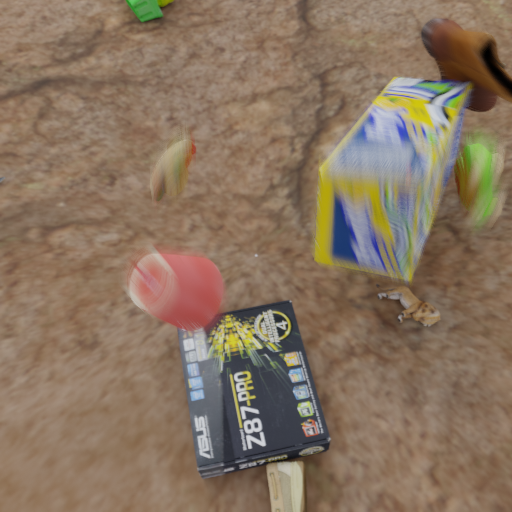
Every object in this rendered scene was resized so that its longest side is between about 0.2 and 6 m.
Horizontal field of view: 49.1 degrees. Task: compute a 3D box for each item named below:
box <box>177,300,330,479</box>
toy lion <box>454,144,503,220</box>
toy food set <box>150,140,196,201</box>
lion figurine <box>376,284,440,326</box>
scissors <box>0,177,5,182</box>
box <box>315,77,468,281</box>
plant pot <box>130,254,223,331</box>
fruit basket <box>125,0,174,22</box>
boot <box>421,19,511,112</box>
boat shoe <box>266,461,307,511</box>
[{"bbox_3d":[-0.106,1.981,8.692,1.953,0.595,2.422,-11,56,-4],"label":"box"},{"bbox_3d":[3.535,-1.254,9.096,0.437,1.273,1.220,-13,36,3],"label":"toy lion"},{"bbox_3d":[-1.344,-1.381,9.109,0.269,1.104,1.093,36,29,6],"label":"toy food set"},{"bbox_3d":[2.622,0.787,9.661,0.673,0.398,1.098,-19,54,-19],"label":"lion figurine"},{"bbox_3d":[-5.804,-0.891,11.012,2.070,0.144,0.757,-30,58,-21],"label":"scissors"},{"bbox_3d":[2.468,-1.598,9.596,1.511,1.646,4.699,13,36,21],"label":"box"},{"bbox_3d":[-1.102,0.421,7.424,1.020,0.903,1.020,-13,68,35],"label":"plant pot"},{"bbox_3d":[-2.785,-6.944,14.803,1.402,1.012,1.402,-7,63,14],"label":"fruit basket"},{"bbox_3d":[4.236,-3.307,10.308,0.854,2.347,2.493,-34,29,10],"label":"boot"},{"bbox_3d":[0.374,3.726,7.482,0.611,0.675,1.895,-3,47,7],"label":"boat shoe"}]
